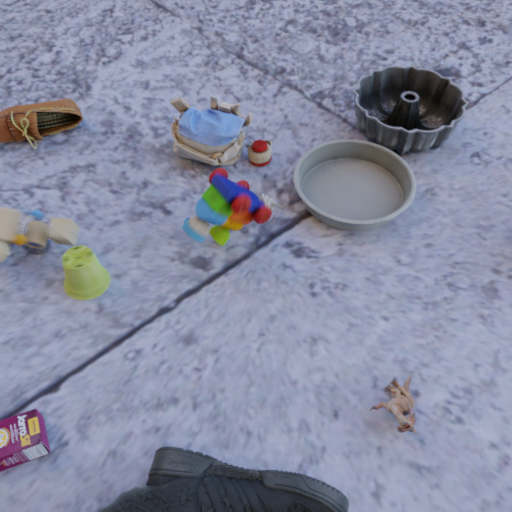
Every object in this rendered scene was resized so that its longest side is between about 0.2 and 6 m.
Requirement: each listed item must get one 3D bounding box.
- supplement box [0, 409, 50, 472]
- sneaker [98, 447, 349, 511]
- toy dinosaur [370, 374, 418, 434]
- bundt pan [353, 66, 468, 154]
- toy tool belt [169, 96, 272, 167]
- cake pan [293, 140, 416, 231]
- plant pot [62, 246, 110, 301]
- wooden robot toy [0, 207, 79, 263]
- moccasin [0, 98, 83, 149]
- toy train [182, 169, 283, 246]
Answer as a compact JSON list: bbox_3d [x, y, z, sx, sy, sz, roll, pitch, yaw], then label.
[{"bbox_3d":[-3.657,2.795,8.422,0.917,0.473,0.600,-18,53,-14],"label":"supplement box"},{"bbox_3d":[-0.579,3.665,7.430,3.380,1.015,1.763,9,51,13],"label":"sneaker"},{"bbox_3d":[2.311,2.363,8.810,0.737,0.467,1.087,38,40,15],"label":"toy dinosaur"},{"bbox_3d":[3.508,-3.320,13.092,2.587,0.971,2.587,0,50,0],"label":"bundt pan"},{"bbox_3d":[-0.764,-2.763,12.351,2.272,1.396,1.419,11,52,9],"label":"toy tool belt"},{"bbox_3d":[2.059,-1.486,11.911,2.561,0.470,2.561,0,50,0],"label":"cake pan"},{"bbox_3d":[-3.188,0.257,10.286,0.849,0.781,0.849,0,52,-1],"label":"plant pot"},{"bbox_3d":[-4.743,-0.267,10.573,2.535,1.117,1.150,10,72,-11],"label":"wooden robot toy"},{"bbox_3d":[-5.173,-3.033,13.028,2.245,0.821,0.867,-16,43,-24],"label":"moccasin"},{"bbox_3d":[-0.381,-0.718,10.980,1.312,2.267,0.960,-46,62,15],"label":"toy train"}]
